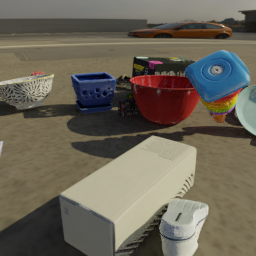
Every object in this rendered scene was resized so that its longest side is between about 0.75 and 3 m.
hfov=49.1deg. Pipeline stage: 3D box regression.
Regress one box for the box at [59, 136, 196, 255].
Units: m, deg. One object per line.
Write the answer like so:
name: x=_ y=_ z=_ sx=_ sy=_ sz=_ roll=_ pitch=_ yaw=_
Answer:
box: x=0.191 y=1.181 z=5.434 sx=1.213 sy=1.010 sz=2.953 roll=16 pitch=27 yaw=34

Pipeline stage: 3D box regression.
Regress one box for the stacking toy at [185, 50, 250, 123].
stacking toy: x=2.777 y=-0.908 z=8.537 sx=1.424 sy=2.594 sz=1.505 roll=-26 pitch=53 yaw=4

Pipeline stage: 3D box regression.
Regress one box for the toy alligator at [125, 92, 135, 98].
toy alligator: x=0.294 y=-1.593 z=13.336 sx=0.954 sy=0.229 sz=0.316 roll=-12 pitch=26 yaw=-27

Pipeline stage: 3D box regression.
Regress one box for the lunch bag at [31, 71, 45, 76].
lunch bag: x=-5.099 y=-2.915 z=15.977 sx=0.790 sy=0.696 sz=0.324 roll=-8 pitch=23 yaw=-18

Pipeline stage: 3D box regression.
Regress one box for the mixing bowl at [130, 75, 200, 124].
mixing bowl: x=1.397 y=-1.015 z=10.210 sx=2.686 sy=1.455 sz=2.686 roll=1 pitch=20 yaw=0

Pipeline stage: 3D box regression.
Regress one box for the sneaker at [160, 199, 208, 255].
sneaker: x=0.924 y=1.677 z=4.763 sx=0.697 sy=0.675 sz=1.908 roll=6 pitch=1 yaw=26

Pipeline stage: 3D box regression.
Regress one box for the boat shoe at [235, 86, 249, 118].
boat shoe: x=4.703 y=-1.028 z=11.013 sx=1.017 sy=0.915 sz=2.875 roll=4 pitch=22 yaw=10

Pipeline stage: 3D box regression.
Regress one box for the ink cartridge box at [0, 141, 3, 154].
ink cartridge box: x=-3.980 y=0.747 z=7.514 sx=1.144 sy=0.248 sz=1.133 roll=-9 pitch=24 yaw=-15

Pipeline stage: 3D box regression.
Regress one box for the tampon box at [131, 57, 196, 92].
tampon box: x=1.766 y=-2.346 z=13.006 sx=2.659 sy=1.679 sz=1.993 roll=-6 pitch=23 yaw=-27

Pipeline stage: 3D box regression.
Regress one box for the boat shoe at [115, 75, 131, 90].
boat shoe: x=-0.159 y=-2.536 z=15.050 sx=2.116 sy=0.686 sz=0.761 roll=20 pitch=29 yaw=40

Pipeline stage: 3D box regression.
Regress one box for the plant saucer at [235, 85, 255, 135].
plant saucer: x=4.454 y=-0.506 z=9.318 sx=1.942 sy=1.942 sz=0.374 roll=-2 pitch=-20 yaw=-4

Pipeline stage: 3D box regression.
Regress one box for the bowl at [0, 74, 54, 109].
bowl: x=-4.182 y=-1.446 z=11.531 sx=2.456 sy=1.152 sz=2.456 roll=-7 pitch=16 yaw=2

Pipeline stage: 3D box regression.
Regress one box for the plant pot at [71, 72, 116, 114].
plant pot: x=-1.409 y=-1.424 z=11.379 sx=1.540 sy=1.384 sz=1.540 roll=-7 pitch=23 yaw=-18

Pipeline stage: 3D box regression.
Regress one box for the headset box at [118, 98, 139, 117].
headset box: x=0.005 y=-0.791 z=10.839 sx=0.832 sy=0.619 sz=0.321 roll=-9 pitch=24 yaw=-20
